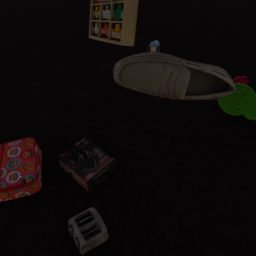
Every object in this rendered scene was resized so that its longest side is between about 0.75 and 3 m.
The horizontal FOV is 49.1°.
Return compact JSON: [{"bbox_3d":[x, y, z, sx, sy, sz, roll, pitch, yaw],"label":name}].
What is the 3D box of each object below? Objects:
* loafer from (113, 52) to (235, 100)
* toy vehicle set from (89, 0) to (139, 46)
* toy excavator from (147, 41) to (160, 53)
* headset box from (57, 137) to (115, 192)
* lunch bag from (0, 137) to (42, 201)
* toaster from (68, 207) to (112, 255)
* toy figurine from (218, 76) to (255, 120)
[{"bbox_3d":[1.135,-1.187,6.648,2.930,1.024,1.022,1,24,-12],"label":"loafer"},{"bbox_3d":[-0.404,-2.760,6.572,0.303,1.418,2.283,-3,21,-25],"label":"toy vehicle set"},{"bbox_3d":[1.135,-3.394,11.693,0.509,0.990,1.018,9,75,9],"label":"toy excavator"},{"bbox_3d":[-1.064,0.978,7.512,1.331,0.514,0.991,34,55,30],"label":"headset box"},{"bbox_3d":[-3.032,1.076,7.362,1.437,0.668,1.631,-13,47,-6],"label":"lunch bag"},{"bbox_3d":[-0.860,2.280,6.271,0.813,0.482,0.735,-23,51,-21],"label":"toaster"},{"bbox_3d":[3.874,-1.145,9.374,1.537,1.154,1.415,34,42,2],"label":"toy figurine"}]
